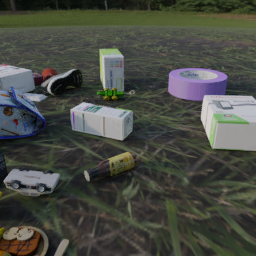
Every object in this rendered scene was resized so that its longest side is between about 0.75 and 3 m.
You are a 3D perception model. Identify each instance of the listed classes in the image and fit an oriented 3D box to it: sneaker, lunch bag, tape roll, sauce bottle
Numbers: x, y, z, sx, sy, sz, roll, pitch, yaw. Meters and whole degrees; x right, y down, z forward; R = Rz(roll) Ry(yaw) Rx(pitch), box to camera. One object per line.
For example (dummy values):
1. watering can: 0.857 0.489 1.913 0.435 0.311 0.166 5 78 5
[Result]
1. sneaker: -3.157 -2.302 13.676 1.017 0.948 2.566 9 27 30
2. lunch bag: -4.113 -0.540 9.353 2.358 1.460 2.005 4 20 -31
3. tape roll: 3.283 -2.124 13.332 2.669 0.875 2.669 1 25 0
4. sauce bottle: -0.427 1.004 7.151 1.395 0.460 0.460 -19 31 -30

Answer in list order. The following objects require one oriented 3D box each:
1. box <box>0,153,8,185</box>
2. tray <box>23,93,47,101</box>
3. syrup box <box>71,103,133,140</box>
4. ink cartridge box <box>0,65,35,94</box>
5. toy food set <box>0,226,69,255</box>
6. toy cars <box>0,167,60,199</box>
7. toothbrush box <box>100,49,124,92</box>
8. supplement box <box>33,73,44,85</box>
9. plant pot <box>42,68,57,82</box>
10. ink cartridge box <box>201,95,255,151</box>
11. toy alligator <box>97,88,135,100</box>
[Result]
1. box: -3.405 0.960 6.829 0.749 0.762 0.447 10 27 20
2. tray: -4.362 -1.419 12.682 1.263 0.140 0.678 7 27 15
3. syrup box: -0.885 -0.253 9.397 1.974 0.804 0.777 12 27 21
4. ink cartridge box: -5.978 -2.302 13.507 2.436 1.033 1.774 19 31 33
5. toy food set: -1.974 2.102 4.876 1.711 0.343 1.181 5 25 10
6. toy cars: -2.706 1.448 6.121 2.438 0.540 1.093 -13 31 -33
7. toothbrush box: -0.845 -2.963 14.144 1.001 1.693 2.325 -4 25 -8
8. supplement box: -4.905 -2.597 14.861 0.545 0.423 0.989 -15 29 -30
9. plant pot: -4.100 -2.641 14.656 0.783 0.783 0.761 -6 33 -12
10. ink cartridge box: 3.453 -0.250 9.135 1.728 0.998 2.375 2 25 4
11. toy alligator: -0.532 -1.486 12.506 1.674 0.497 0.454 -1 -16 -3
